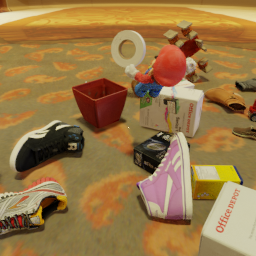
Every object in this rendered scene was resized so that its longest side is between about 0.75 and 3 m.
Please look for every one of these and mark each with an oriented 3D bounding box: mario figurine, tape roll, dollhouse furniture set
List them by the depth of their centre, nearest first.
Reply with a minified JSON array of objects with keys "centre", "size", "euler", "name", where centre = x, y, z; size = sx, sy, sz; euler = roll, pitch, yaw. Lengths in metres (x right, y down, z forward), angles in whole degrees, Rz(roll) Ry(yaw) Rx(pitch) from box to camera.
[{"centre":[0.921,-1.722,8.181],"size":[1.541,1.323,2.497],"euler":[-38,2,-19],"name":"mario figurine"},{"centre":[0.002,-3.657,13.031],"size":[1.709,1.709,0.312],"euler":[15,19,23],"name":"tape roll"},{"centre":[2.705,-3.849,15.225],"size":[2.937,2.969,1.529],"euler":[-36,34,4],"name":"dollhouse furniture set"}]

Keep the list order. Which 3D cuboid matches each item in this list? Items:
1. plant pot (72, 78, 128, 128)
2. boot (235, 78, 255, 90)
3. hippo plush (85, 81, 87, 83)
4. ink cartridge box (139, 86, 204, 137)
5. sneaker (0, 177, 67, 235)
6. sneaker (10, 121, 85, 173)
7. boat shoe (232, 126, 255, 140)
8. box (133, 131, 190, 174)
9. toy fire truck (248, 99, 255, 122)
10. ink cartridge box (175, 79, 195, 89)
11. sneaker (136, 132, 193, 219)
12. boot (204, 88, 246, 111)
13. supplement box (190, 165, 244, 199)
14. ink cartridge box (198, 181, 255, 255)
[{"centre":[-1.125,-0.968,11.452],"size":[1.657,1.461,1.658],"euler":[-23,38,-34],"name":"plant pot"},{"centre":[6.340,-2.084,14.335],"size":[1.121,0.594,1.703],"euler":[-10,21,-10],"name":"boot"},{"centre":[-1.832,-1.740,13.237],"size":[1.204,0.968,0.959],"euler":[-12,33,-19],"name":"hippo plush"},{"centre":[1.645,-0.734,10.882],"size":[2.233,1.617,0.938],"euler":[13,34,20],"name":"ink cartridge box"},{"centre":[-2.612,2.041,6.870],"size":[2.435,0.948,1.000],"euler":[-25,40,-35],"name":"sneaker"},{"centre":[-2.408,0.581,9.251],"size":[1.558,1.018,2.786],"euler":[10,31,19],"name":"sneaker"},{"centre":[4.617,0.114,10.589],"size":[1.272,0.470,0.470],"euler":[15,34,23],"name":"boat shoe"},{"centre":[1.114,0.833,9.200],"size":[1.222,0.643,1.492],"euler":[26,39,38],"name":"box"},{"centre":[5.725,-1.012,11.637],"size":[1.178,1.338,0.861],"euler":[6,32,11],"name":"toy fire truck"},{"centre":[2.140,-1.989,13.801],"size":[1.425,0.822,1.951],"euler":[-14,33,-22],"name":"ink cartridge box"},{"centre":[0.975,1.194,7.778],"size":[1.474,0.937,2.586],"euler":[-1,50,9],"name":"sneaker"},{"centre":[4.424,-1.276,12.733],"size":[1.786,0.658,1.382],"euler":[5,29,6],"name":"boot"},{"centre":[2.454,1.536,7.949],"size":[1.297,0.710,0.706],"euler":[1,30,0],"name":"supplement box"},{"centre":[3.072,2.492,5.923],"size":[2.676,1.108,1.950],"euler":[18,35,28],"name":"ink cartridge box"}]
